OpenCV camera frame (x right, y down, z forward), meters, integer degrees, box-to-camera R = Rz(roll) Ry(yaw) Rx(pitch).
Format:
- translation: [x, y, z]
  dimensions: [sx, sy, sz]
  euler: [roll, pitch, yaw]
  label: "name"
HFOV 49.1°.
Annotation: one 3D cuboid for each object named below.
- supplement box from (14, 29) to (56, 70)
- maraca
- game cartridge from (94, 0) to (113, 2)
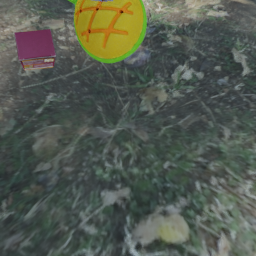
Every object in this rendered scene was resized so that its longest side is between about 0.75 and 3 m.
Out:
- translation: [-1.995, -1.661, 6.088]
  dimensions: [0.719, 1.303, 0.558]
  euler: [-11, 95, -16]
  label: "supplement box"
- translation: [-0.611, -3.014, 7.199]
  dimensions: [1.925, 1.502, 2.807]
  euler: [-26, 80, 13]
  label: "maraca"
- translation: [-0.765, -2.698, 5.460]
  dimensions: [0.896, 0.581, 0.172]
  euler: [19, 85, 25]
  label: "game cartridge"
